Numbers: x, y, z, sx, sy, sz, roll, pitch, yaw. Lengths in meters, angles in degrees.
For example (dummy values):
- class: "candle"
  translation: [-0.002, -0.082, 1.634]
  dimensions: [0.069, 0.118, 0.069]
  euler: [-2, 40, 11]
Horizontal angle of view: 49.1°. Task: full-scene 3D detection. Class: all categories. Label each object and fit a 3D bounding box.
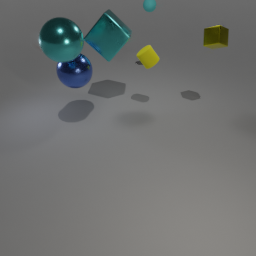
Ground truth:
- class: "ball"
  translation: [1.131, -6.416, 14.601]
  dimensions: [0.700, 0.700, 0.700]
  euler: [0, 33, 0]
- class: "cube"
  translation: [3.465, -3.560, 11.026]
  dimensions: [0.700, 0.700, 0.700]
  euler: [-1, 4, -42]
- class: "cube"
  translation: [-0.810, -3.925, 11.855]
  dimensions: [1.400, 1.400, 1.400]
  euler: [39, 24, -16]
- class: "cylinder"
  translation: [0.826, -2.929, 11.565]
  dimensions: [0.700, 0.700, 0.700]
  euler: [-33, 26, 18]
- class: "ball"
  translation: [-2.129, -2.809, 8.992]
  dimensions: [1.400, 1.400, 1.400]
  euler: [0, 33, 0]
- class: "ball"
  translation: [-2.086, -2.254, 10.960]
  dimensions: [1.400, 1.400, 1.400]
  euler: [0, 33, 0]
